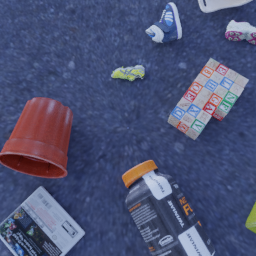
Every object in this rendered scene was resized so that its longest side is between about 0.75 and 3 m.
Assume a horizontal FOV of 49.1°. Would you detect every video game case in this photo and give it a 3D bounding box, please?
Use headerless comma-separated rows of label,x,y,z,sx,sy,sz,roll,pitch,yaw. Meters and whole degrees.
video game case,-2.573,3.040,8.206,1.979,0.231,1.799,42,76,12

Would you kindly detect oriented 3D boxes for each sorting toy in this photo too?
sorting toy,3.335,-5.336,10.383,1.958,1.162,2.175,-32,109,-8

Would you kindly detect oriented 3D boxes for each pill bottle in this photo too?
pill bottle,0.946,2.371,7.726,1.558,1.558,2.933,-27,74,-9

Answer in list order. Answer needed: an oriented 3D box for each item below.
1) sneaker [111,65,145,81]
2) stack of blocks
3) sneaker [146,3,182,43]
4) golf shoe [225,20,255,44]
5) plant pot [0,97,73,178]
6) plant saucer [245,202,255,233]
sneaker,0.005,-1.881,9.790,1.193,0.450,0.456,-10,80,1
stack of blocks,2.637,-0.881,9.276,1.465,0.745,2.544,35,74,11
sneaker,1.211,-3.853,10.250,1.215,0.668,1.659,-9,67,-1
golf shoe,4.468,-3.567,10.296,1.681,0.633,0.769,12,68,3
plant pot,-2.577,0.261,8.369,1.987,1.987,1.933,7,63,3
plant saucer,5.151,2.480,8.198,2.473,0.592,2.470,31,74,10
